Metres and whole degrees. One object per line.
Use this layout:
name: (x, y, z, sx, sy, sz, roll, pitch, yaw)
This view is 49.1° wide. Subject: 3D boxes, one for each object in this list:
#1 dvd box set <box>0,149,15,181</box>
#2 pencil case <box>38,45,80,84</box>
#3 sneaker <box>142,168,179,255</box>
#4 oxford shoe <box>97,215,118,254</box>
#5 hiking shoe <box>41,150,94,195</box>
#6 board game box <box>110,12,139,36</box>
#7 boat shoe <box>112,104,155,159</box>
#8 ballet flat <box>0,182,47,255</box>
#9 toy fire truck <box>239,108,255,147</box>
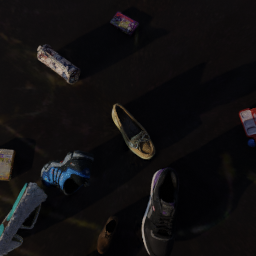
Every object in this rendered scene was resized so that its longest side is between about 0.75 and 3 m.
dvd box set: (-3.970, 1.142, 8.774, 0.701, 0.141, 0.958, 4, 76, 1)
pencil case: (-2.302, -2.128, 9.288, 1.546, 0.692, 0.602, 38, 80, 9)
sneaker: (0.948, 2.421, 7.939, 0.994, 1.150, 2.626, 5, 76, 1)
oxford shoe: (-0.625, 3.108, 8.130, 0.411, 0.477, 1.131, 20, 79, 3)
hiking shoe: (-1.802, 1.380, 7.703, 0.832, 2.237, 0.970, 22, 53, -33)
board game box: (-0.133, -3.713, 9.966, 0.897, 0.145, 0.538, 31, 74, 7)
boat shoe: (0.154, 0.101, 8.778, 0.716, 0.618, 1.964, -31, 78, -7)
ballet flat: (-3.219, 2.854, 8.031, 0.947, 0.947, 2.641, 30, 78, 7)
toy fire truck: (4.346, 0.029, 8.771, 1.323, 0.883, 1.576, -18, 75, 20)
